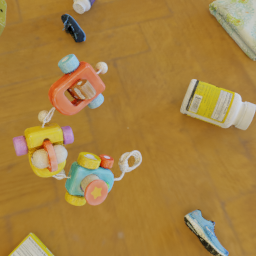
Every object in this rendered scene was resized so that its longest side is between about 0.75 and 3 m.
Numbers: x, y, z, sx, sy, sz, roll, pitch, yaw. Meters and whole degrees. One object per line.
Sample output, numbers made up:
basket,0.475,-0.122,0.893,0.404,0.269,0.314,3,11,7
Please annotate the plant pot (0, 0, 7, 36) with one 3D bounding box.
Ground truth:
plant pot,-3.303,-2.433,5.963,1.201,1.166,1.174,-12,70,20

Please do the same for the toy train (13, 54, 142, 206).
toy train,-0.710,0.291,5.132,2.184,2.908,0.809,-38,34,-11

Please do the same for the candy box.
candy box,-1.748,3.673,6.056,2.548,0.336,1.302,39,68,17

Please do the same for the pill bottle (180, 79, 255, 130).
pill bottle,2.461,-0.597,7.738,1.826,1.016,1.016,22,66,10

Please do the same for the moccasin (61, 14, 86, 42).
moccasin,-1.904,-3.346,9.322,0.426,0.502,1.248,-33,67,-24

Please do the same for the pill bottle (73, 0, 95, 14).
pill bottle,-1.494,-4.576,9.848,0.629,0.629,1.118,20,66,9

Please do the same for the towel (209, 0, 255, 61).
towel,4.463,-3.676,9.403,2.360,0.664,2.758,-24,67,-12

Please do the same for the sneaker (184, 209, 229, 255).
sneaker,1.920,2.448,6.576,0.562,0.490,1.249,-33,69,-18
